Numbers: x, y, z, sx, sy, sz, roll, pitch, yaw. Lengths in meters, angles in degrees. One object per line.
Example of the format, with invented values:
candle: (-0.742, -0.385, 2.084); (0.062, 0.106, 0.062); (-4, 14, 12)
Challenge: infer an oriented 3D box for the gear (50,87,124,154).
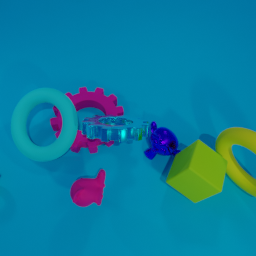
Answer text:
gear: (-1.147, -0.267, 8.037); (2.038, 0.377, 2.038); (0, 59, 0)

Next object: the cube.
cube: (1.631, 1.036, 6.640); (0.930, 0.930, 0.930); (36, 49, -7)

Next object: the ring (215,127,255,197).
ring: (2.823, 0.834, 6.438); (0.391, 1.953, 1.953); (-34, 64, -18)

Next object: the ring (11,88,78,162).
ring: (-2.239, -0.095, 7.435); (1.973, 0.395, 1.973); (-2, 85, 17)

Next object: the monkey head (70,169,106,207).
monkey head: (-0.897, 1.314, 6.292); (0.738, 1.225, 0.881); (13, 94, -6)

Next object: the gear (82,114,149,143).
gear: (-0.303, -0.024, 6.867); (1.624, 0.300, 1.624); (2, 14, -1)

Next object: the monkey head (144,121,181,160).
monkey head: (0.882, 0.435, 7.516); (1.231, 0.885, 0.742); (48, 35, 6)
